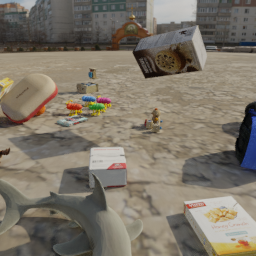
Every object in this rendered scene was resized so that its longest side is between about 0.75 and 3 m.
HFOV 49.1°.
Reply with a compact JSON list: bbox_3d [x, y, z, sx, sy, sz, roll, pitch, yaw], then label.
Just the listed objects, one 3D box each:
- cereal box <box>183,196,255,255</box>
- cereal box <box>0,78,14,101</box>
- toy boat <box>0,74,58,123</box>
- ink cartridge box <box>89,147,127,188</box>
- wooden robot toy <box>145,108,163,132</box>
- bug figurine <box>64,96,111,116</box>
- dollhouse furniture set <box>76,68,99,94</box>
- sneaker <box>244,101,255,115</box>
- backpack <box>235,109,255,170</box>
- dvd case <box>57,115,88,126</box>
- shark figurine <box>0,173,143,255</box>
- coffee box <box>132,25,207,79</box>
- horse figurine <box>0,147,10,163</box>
[{"bbox_3d":[1.744,1.776,5.032,1.065,0.293,1.480,-4,20,-10],"label":"cereal box"},{"bbox_3d":[-5.333,-1.138,11.337,0.347,1.757,1.264,31,13,-14],"label":"cereal box"},{"bbox_3d":[-3.910,-1.082,11.581,1.522,1.525,2.333,37,74,24],"label":"toy boat"},{"bbox_3d":[-0.515,0.955,7.042,0.899,0.508,1.225,-2,19,-5],"label":"ink cartridge box"},{"bbox_3d":[0.973,-0.398,10.607,0.677,0.698,1.538,3,19,8],"label":"wooden robot toy"},{"bbox_3d":[-1.738,-1.105,12.766,1.794,0.595,2.313,5,20,14],"label":"bug figurine"},{"bbox_3d":[-2.395,-2.813,16.451,0.952,1.359,0.958,18,26,41],"label":"dollhouse furniture set"},{"bbox_3d":[4.926,-0.229,9.787,1.427,1.182,2.992,-16,21,-11],"label":"sneaker"},{"bbox_3d":[3.667,0.340,7.478,1.445,1.400,1.723,11,21,21],"label":"backpack"},{"bbox_3d":[-2.209,-0.296,11.201,0.741,0.112,1.015,15,25,37],"label":"dvd case"},{"bbox_3d":[-0.917,1.343,4.933,3.061,1.277,1.829,15,23,32],"label":"shark figurine"},{"bbox_3d":[1.402,-2.490,9.449,2.145,1.213,0.856,-2,48,34],"label":"coffee box"},{"bbox_3d":[-3.949,0.813,7.506,1.739,0.434,1.152,-11,15,-8],"label":"horse figurine"}]
